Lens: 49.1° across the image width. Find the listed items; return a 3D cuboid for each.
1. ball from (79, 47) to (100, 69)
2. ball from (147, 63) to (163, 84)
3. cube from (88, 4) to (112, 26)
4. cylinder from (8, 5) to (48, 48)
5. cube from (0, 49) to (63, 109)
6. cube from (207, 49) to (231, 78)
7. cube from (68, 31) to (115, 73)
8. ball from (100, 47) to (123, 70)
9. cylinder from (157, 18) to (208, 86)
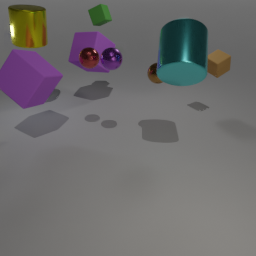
[{"bbox_3d":[-1.305,-2.356,9.432,0.700,0.700,0.700,0,28,0],"label":"ball"},{"bbox_3d":[0.995,-1.826,9.338,0.700,0.700,0.700,0,28,0],"label":"ball"},{"bbox_3d":[-1.239,-5.035,12.517,0.700,0.700,0.700,-15,12,24],"label":"cube"},{"bbox_3d":[-3.954,-4.060,11.164,1.400,1.400,1.400,5,31,-3],"label":"cylinder"},{"bbox_3d":[-3.410,-1.702,9.698,1.400,1.400,1.400,40,17,1],"label":"cube"},{"bbox_3d":[3.563,-2.558,11.120,0.700,0.700,0.700,-32,49,-13],"label":"cube"},{"bbox_3d":[-1.633,-3.445,12.826,1.400,1.400,1.400,10,-4,31],"label":"cube"},{"bbox_3d":[-0.519,-2.175,8.817,0.700,0.700,0.700,0,28,0],"label":"ball"},{"bbox_3d":[1.567,-2.126,8.039,1.400,1.400,1.400,4,73,7],"label":"cylinder"}]
